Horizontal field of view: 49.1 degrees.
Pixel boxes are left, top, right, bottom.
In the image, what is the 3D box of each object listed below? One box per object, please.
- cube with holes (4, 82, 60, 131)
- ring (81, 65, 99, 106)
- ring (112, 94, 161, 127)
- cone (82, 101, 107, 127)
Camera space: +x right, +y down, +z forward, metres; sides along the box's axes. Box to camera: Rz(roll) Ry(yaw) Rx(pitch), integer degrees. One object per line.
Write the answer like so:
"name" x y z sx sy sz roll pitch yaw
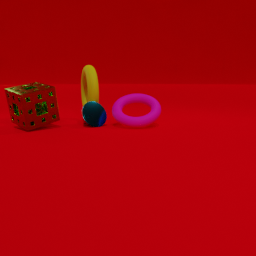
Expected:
"cube with holes" -2.778 -0.674 8.168 1.035 1.035 1.035 19 31 41
"ring" -1.313 -1.244 9.532 0.352 1.758 1.758 -4 10 -17
"ring" 0.262 -0.569 8.690 1.520 0.304 1.520 -2 41 2
"cone" -1.243 -0.296 8.923 0.847 0.847 0.850 -7 -14 -36
